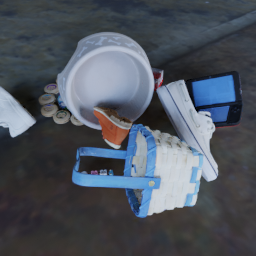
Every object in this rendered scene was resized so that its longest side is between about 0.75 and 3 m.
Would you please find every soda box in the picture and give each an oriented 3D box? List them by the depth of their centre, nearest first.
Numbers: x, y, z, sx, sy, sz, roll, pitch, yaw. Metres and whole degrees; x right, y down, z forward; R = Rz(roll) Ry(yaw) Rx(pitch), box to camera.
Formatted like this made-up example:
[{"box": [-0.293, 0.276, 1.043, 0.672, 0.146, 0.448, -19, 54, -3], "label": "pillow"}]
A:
[{"box": [0.336, -1.825, 9.752, 1.685, 0.534, 0.590, 16, 50, 16], "label": "soda box"}]

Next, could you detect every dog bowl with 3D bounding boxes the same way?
[{"box": [-0.519, -1.127, 7.565, 2.682, 2.682, 0.786, -11, 32, -10], "label": "dog bowl"}]

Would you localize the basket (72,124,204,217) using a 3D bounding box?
[{"box": [0.141, 0.845, 6.041, 2.565, 1.784, 2.262, 10, 9, -8], "label": "basket"}]

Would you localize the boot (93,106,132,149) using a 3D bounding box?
[{"box": [-0.556, -0.069, 7.499, 0.589, 0.842, 1.571, 6, 21, -36], "label": "boot"}]

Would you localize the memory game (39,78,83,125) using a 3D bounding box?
[{"box": [-1.596, -1.072, 9.276, 2.702, 0.172, 2.702, -1, 46, 1], "label": "memory game"}]

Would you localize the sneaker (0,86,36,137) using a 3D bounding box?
[{"box": [-3.669, -0.512, 8.388, 0.923, 0.785, 2.086, -46, 56, -7], "label": "sneaker"}]

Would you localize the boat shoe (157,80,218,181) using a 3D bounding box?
[{"box": [1.757, -0.053, 7.300, 0.987, 1.002, 2.826, -25, 66, 3], "label": "boat shoe"}]

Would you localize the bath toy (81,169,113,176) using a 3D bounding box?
[{"box": [-0.779, 1.253, 6.951, 0.844, 0.312, 0.367, -2, 32, 2], "label": "bath toy"}]

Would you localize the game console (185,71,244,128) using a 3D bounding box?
[{"box": [2.346, -0.753, 7.983, 1.610, 0.955, 1.387, -6, 37, 34], "label": "game console"}]
